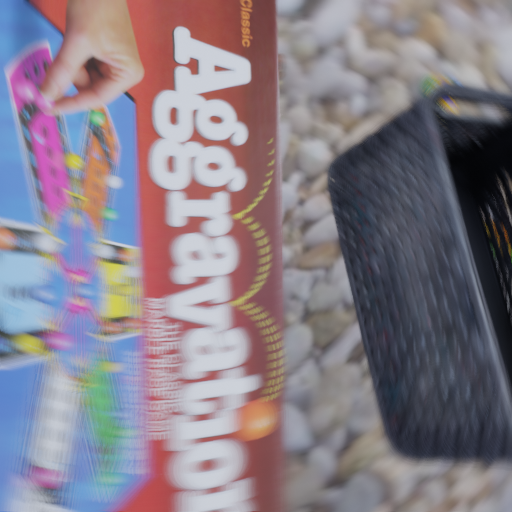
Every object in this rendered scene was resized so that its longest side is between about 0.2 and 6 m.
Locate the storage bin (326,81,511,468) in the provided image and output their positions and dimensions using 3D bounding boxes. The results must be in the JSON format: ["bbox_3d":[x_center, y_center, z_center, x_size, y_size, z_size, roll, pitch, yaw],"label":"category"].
[{"bbox_3d":[2.246,0.200,5.514,2.221,1.540,3.285,-3,74,-30],"label":"storage bin"}]

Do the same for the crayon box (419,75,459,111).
[{"bbox_3d":[2.683,-2.226,8.300,0.510,0.209,0.811,6,88,0],"label":"crayon box"}]

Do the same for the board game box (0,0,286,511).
[{"bbox_3d":[-1.042,0.309,4.294,2.618,0.495,5.086,-1,90,-23],"label":"board game box"}]

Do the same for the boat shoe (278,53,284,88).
[{"bbox_3d":[-0.456,-2.924,8.147,1.824,0.656,0.616,19,82,-5],"label":"boat shoe"}]

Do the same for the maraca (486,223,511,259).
[{"bbox_3d":[3.565,-0.233,8.127,0.715,0.382,0.490,33,82,-4],"label":"maraca"}]
